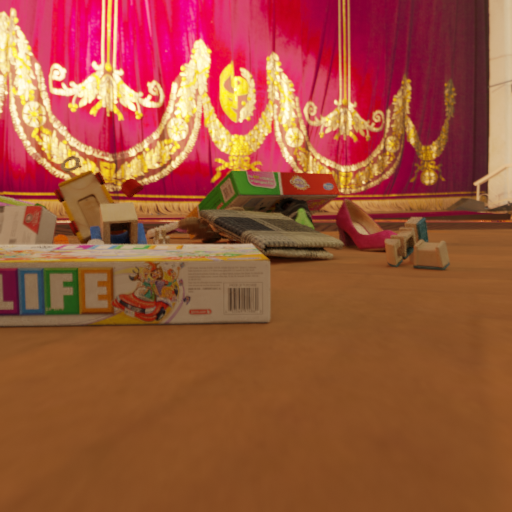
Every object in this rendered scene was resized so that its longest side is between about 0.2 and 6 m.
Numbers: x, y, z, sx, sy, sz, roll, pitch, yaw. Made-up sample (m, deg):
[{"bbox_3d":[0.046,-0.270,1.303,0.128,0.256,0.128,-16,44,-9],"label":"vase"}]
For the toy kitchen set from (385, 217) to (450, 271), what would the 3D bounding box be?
[{"bbox_3d":[2.576,-0.062,8.409,0.932,0.685,1.163,4,26,39],"label":"toy kitchen set"}]

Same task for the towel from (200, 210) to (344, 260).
[{"bbox_3d":[0.262,-0.379,9.620,1.945,0.336,1.873,-1,21,-40],"label":"towel"}]

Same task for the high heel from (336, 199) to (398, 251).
[{"bbox_3d":[2.420,-0.677,11.893,0.772,1.100,2.293,-1,5,-17],"label":"high heel"}]

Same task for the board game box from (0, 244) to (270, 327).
[{"bbox_3d":[-1.369,0.190,4.887,2.824,0.483,1.899,0,5,-5],"label":"board game box"}]

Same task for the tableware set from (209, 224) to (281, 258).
[{"bbox_3d":[-0.152,-0.268,10.733,1.735,0.526,2.625,11,8,-11],"label":"tableware set"}]

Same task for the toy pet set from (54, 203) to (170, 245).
[{"bbox_3d":[-2.022,-0.028,7.953,1.570,0.833,1.465,-5,41,-19],"label":"toy pet set"}]

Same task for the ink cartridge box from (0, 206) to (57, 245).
[{"bbox_3d":[-3.562,-0.270,8.125,1.129,0.828,0.468,1,-15,12],"label":"ink cartridge box"}]

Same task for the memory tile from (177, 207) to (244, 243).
[{"bbox_3d":[-0.823,-0.714,13.329,1.602,0.175,2.090,-12,-13,12],"label":"memory tile"}]

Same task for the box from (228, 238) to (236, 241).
[{"bbox_3d":[-0.448,-0.423,13.526,0.374,0.321,0.372,-4,5,-22],"label":"box"}]

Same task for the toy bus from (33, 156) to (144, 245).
[{"bbox_3d":[-2.690,-0.686,9.235,1.571,1.665,0.860,11,-34,14],"label":"toy bus"}]

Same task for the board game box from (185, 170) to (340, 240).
[{"bbox_3d":[0.157,-1.268,14.428,3.241,0.654,2.480,-5,-21,-38],"label":"board game box"}]

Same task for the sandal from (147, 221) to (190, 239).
[{"bbox_3d":[-2.019,-0.787,16.557,2.456,0.604,0.999,-14,4,17],"label":"sandal"}]

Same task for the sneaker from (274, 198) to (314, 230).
[{"bbox_3d":[0.827,-0.848,13.644,0.957,1.045,2.495,0,-3,-17],"label":"sneaker"}]

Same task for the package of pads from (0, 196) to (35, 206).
[{"bbox_3d":[-5.556,-0.683,9.893,2.302,1.016,2.979,3,-6,37],"label":"package of pads"}]
